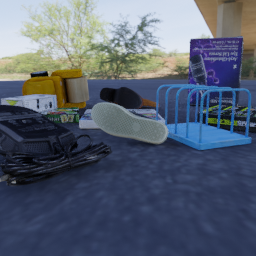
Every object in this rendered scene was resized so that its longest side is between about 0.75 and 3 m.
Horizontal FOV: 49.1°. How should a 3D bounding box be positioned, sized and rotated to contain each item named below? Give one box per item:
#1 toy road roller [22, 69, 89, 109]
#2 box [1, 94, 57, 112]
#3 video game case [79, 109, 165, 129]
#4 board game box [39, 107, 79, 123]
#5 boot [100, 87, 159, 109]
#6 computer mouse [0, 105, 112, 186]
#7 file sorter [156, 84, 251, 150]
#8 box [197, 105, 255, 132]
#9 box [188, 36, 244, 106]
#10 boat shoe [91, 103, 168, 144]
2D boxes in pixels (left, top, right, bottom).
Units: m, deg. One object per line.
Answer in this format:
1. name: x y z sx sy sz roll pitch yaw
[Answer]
1. toy road roller: -2.934 -1.416 11.172 2.527 1.553 1.845 -3 20 4
2. box: -3.133 -0.771 9.023 0.921 0.475 1.579 6 14 23
3. video game case: -0.203 -0.315 8.878 2.434 0.280 2.218 0 12 -3
4. board game box: -3.123 -0.417 9.268 2.960 0.347 1.551 -2 10 -11
5. boot: 0.406 -0.995 11.348 2.407 0.824 2.266 10 -1 -44
6. computer mouse: -1.861 0.296 5.186 1.951 0.743 2.817 -9 26 -45
7. file sorter: 1.717 -0.382 6.808 1.424 1.259 2.053 -6 14 -22
8. box: 3.350 -0.338 8.501 1.957 0.481 2.026 4 13 35
9. box: 3.975 -2.528 12.736 2.217 2.996 1.563 4 13 23
10. boat shoe: 0.024 -0.085 6.440 1.876 0.700 0.584 17 -1 15
